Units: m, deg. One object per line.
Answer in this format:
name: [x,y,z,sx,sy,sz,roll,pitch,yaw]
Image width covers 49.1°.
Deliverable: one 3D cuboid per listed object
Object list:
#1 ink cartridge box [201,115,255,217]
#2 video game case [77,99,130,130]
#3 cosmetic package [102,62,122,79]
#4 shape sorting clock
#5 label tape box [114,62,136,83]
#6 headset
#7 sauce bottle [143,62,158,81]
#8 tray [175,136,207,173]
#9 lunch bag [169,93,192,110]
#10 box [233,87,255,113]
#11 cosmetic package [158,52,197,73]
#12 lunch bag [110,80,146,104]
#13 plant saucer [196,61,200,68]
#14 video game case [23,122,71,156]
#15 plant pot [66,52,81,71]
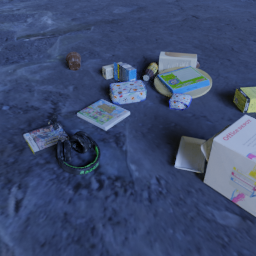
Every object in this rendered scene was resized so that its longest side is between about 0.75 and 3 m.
ink cartridge box: [3.441,1.016,7.509,1.716,1.671,2.669,-28,44,-33]
video game case: [-0.955,-0.562,10.975,1.560,0.172,1.420,26,43,31]
cosmetic package: [-0.691,-2.823,13.771,1.073,0.556,0.392,-20,40,-27]
shape sorting clock: [2.490,-2.082,12.770,2.576,0.505,2.576,-5,38,4]
label tape box: [-0.143,-2.502,13.015,0.400,0.911,1.263,-23,42,-28]
headset: [-1.763,0.483,8.817,1.339,1.019,2.168,-26,55,-33]
sauce bottle: [1.106,-2.756,13.763,0.480,0.480,1.454,11,39,15]
tray: [2.042,0.857,9.016,0.872,0.180,1.625,9,37,14]
lunch bag: [2.153,-1.067,11.381,0.789,0.489,0.671,6,42,24]
box: [5.839,-1.219,11.457,2.699,0.676,1.016,-5,36,-6]
cosmetic package: [2.468,-3.218,13.991,1.816,0.955,0.645,8,37,8]
lunch bag: [0.018,-1.569,12.023,1.582,0.598,1.268,-7,34,-8]
plant saucer: [3.248,-3.488,14.980,1.191,0.218,1.191,-1,36,1]
video game case: [-2.792,0.344,9.727,1.346,0.172,1.217,-21,41,-27]
plant pot: [-2.784,-3.402,14.459,0.780,0.780,0.772,-7,44,-10]
